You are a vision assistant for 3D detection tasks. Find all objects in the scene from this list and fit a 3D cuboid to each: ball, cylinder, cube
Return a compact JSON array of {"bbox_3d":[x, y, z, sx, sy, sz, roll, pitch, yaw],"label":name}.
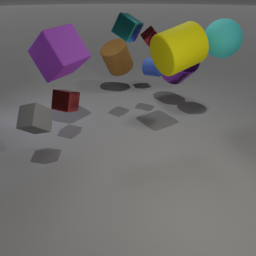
[{"bbox_3d":[3.505,-3.306,10.376,1.400,1.400,1.400,0,27,0],"label":"ball"},{"bbox_3d":[2.379,-2.921,13.024,1.400,1.400,1.400,-11,-10,-20],"label":"cylinder"},{"bbox_3d":[1.666,-2.609,9.240,1.400,1.400,1.400,-27,35,-18],"label":"cylinder"},{"bbox_3d":[-0.573,-3.701,14.729,1.400,1.400,1.400,-13,48,14],"label":"cylinder"},{"bbox_3d":[-0.013,-3.416,9.528,0.700,0.700,0.700,37,29,10],"label":"cube"},{"bbox_3d":[1.047,-2.525,11.657,0.700,0.700,0.700,13,30,29],"label":"cylinder"},{"bbox_3d":[-2.200,-0.969,9.899,0.700,0.700,0.700,12,12,20],"label":"cube"},{"bbox_3d":[-2.522,-2.742,10.287,1.400,1.400,1.400,-25,8,46],"label":"cube"},{"bbox_3d":[-2.687,-0.263,8.110,0.700,0.700,0.700,-7,-19,29],"label":"cube"},{"bbox_3d":[1.148,-4.466,13.841,0.700,0.700,0.700,-38,39,16],"label":"cube"}]
